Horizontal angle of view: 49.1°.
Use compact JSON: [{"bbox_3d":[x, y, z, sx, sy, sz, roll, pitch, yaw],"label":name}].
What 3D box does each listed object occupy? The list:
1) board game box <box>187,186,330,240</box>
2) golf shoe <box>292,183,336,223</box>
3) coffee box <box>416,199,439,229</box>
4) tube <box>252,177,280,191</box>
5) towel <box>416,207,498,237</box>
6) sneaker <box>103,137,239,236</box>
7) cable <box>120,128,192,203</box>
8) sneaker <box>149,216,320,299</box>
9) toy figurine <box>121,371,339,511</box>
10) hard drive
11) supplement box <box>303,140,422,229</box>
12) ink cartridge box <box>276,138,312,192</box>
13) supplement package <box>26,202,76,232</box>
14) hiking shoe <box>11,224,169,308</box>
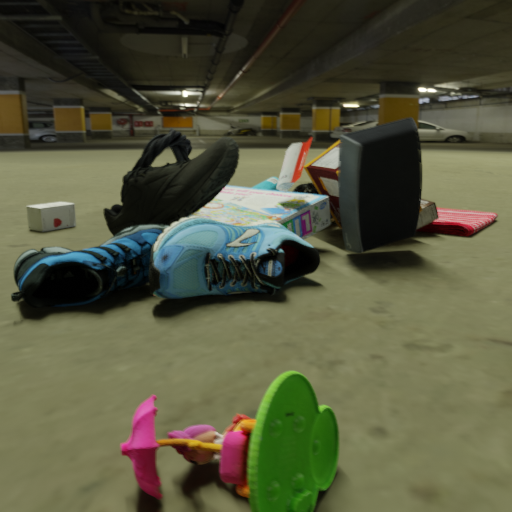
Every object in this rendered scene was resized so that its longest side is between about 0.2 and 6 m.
[{"bbox_3d":[-0.704,-0.725,11.173,3.625,0.620,2.437,12,29,41],"label":"board game box"},{"bbox_3d":[1.540,-1.155,13.363,2.113,0.822,0.998,15,-11,-34],"label":"golf shoe"},{"bbox_3d":[3.385,-0.837,12.319,1.040,0.414,0.594,-25,20,-10],"label":"coffee box"},{"bbox_3d":[0.183,-2.122,18.256,0.825,0.537,2.130,-2,16,27],"label":"tube"},{"bbox_3d":[4.555,-0.905,13.579,1.964,0.305,2.716,10,17,33],"label":"towel"},{"bbox_3d":[-1.518,-1.089,9.342,2.891,1.312,1.098,-39,0,21],"label":"sneaker"},{"bbox_3d":[-1.801,-1.672,10.753,0.475,1.869,1.525,48,44,15],"label":"cable"},{"bbox_3d":[-0.208,0.033,8.070,2.904,1.138,1.306,-12,22,-41],"label":"sneaker"},{"bbox_3d":[-0.240,1.272,3.799,1.248,1.018,1.355,-3,-11,28],"label":"toy figurine"},{"bbox_3d":[2.253,-1.173,9.992,1.543,2.288,0.484,-16,33,-13],"label":"hard drive"},{"bbox_3d":[2.235,-1.456,11.967,1.200,1.782,1.807,-37,22,-8],"label":"supplement box"},{"bbox_3d":[0.684,-1.703,10.339,0.292,0.831,1.023,17,-11,-4],"label":"ink cartridge box"},{"bbox_3d":[-4.762,-0.917,13.045,0.557,0.564,0.931,10,17,35],"label":"supplement package"},{"bbox_3d":[-2.052,0.251,7.896,2.546,0.947,1.104,-15,25,-17],"label":"hiking shoe"}]
